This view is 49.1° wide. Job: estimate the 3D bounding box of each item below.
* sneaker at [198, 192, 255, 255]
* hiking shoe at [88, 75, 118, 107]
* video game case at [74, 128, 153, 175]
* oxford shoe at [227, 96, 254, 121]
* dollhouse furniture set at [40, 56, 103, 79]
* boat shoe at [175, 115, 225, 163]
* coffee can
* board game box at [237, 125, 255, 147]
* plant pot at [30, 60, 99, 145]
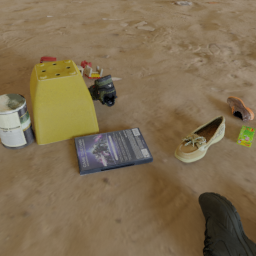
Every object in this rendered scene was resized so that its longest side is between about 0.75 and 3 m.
[{"bbox_3d":[2.239,2.637,6.706,1.190,0.996,2.622,-16,37,-7],"label":"sneaker"},{"bbox_3d":[-1.040,-1.284,11.238,0.830,1.103,2.191,-24,-1,-20],"label":"hiking shoe"},{"bbox_3d":[-0.552,0.738,9.677,2.423,0.230,1.731,-10,39,-11],"label":"video game case"},{"bbox_3d":[4.440,-0.807,11.424,0.535,0.523,1.467,-17,41,-14],"label":"oxford shoe"},{"bbox_3d":[-2.771,-2.638,13.557,2.683,1.091,1.444,-6,35,-36],"label":"dollhouse furniture set"},{"bbox_3d":[2.522,0.328,9.738,0.905,0.774,2.469,30,47,33],"label":"boat shoe"},{"bbox_3d":[-4.000,-0.220,9.767,1.169,1.598,1.169,0,38,0],"label":"coffee can"},{"bbox_3d":[4.321,0.290,10.241,0.469,0.220,0.923,18,41,21],"label":"board game box"},{"bbox_3d":[-2.508,-1.148,10.355,2.295,2.347,2.280,-12,40,-14],"label":"plant pot"}]
